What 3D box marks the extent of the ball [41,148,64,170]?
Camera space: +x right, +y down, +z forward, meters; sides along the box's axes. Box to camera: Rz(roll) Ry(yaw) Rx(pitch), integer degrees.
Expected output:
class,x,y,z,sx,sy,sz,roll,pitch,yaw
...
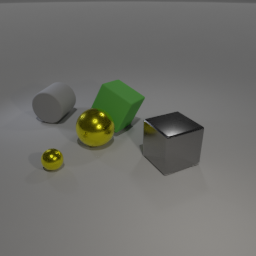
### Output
class,x,y,z,sx,sy,sz,roll,pitch,yaw
ball,-2.407,0.996,8.905,0.700,0.700,0.700,0,28,0

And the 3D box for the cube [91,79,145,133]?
class,x,y,z,sx,sy,sz,roll,pitch,yaw
cube,-0.424,-0.907,11.125,1.400,1.400,1.400,35,27,11

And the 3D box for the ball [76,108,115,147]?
class,x,y,z,sx,sy,sz,roll,pitch,yaw
ball,-1.177,-0.018,10.088,1.400,1.400,1.400,0,28,0

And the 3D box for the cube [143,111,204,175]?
class,x,y,z,sx,sy,sz,roll,pitch,yaw
cube,1.432,0.452,9.173,1.400,1.400,1.400,-14,31,-24

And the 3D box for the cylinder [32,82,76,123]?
class,x,y,z,sx,sy,sz,roll,pitch,yaw
cylinder,-3.170,-1.115,12.133,1.400,1.400,1.400,7,28,13
